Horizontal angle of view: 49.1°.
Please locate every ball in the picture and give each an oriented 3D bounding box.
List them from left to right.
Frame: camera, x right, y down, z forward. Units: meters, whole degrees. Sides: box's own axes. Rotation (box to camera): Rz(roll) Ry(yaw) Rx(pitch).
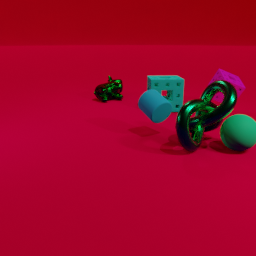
[{"bbox_3d":[2.758,0.115,6.949,0.912,0.912,0.912,0,18,0],"label":"ball"}]

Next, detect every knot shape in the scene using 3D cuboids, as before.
[{"bbox_3d":[1.971,-0.383,7.092,0.917,1.856,1.984,43,20,15],"label":"knot shape"}]

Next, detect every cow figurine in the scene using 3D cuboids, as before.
[{"bbox_3d":[-0.883,-1.777,12.824,1.726,0.947,1.698,-16,27,-30],"label":"cow figurine"}]

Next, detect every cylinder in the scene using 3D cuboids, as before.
[{"bbox_3d":[0.758,-0.613,7.900,0.712,0.712,0.712,-11,43,-31],"label":"cylinder"}]

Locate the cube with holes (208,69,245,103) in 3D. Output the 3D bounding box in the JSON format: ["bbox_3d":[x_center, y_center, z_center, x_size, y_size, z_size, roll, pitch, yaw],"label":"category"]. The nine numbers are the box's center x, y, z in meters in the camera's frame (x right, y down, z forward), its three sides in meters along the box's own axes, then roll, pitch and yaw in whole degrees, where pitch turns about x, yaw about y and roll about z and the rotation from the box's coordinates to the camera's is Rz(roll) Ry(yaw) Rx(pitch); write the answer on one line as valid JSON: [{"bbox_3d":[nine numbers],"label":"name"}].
[{"bbox_3d":[3.487,-1.444,10.053,0.843,0.843,0.843,19,36,-13],"label":"cube with holes"}]

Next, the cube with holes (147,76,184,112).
[{"bbox_3d":[1.409,-1.352,10.873,1.217,1.217,1.217,-1,17,-3],"label":"cube with holes"}]
